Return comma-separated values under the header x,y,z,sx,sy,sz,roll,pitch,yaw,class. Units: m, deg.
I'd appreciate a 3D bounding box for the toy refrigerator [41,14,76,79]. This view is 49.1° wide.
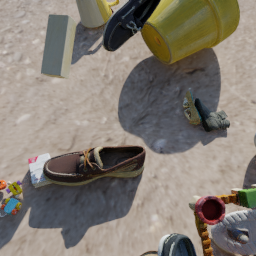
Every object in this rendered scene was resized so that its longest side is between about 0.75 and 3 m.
x,y,z,sx,sy,sz,roll,pitch,yaw,class
-1.751,-2.051,7.144,0.569,0.524,1.498,8,91,13,toy refrigerator

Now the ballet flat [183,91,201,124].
x,y,z,sx,sy,sz,roll,pitch,yaw,class
1.890,-0.646,8.605,0.387,0.422,1.228,-14,55,4,ballet flat

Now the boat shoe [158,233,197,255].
x,y,z,sx,sy,sz,roll,pitch,yaw,class
1.018,3.259,5.424,0.862,0.688,2.280,2,67,-21,boat shoe

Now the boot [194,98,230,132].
x,y,z,sx,sy,sz,roll,pitch,yaw,class
2.540,-0.427,8.501,0.772,0.400,1.181,-12,63,-14,boot

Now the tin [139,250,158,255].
x,y,z,sx,sy,sz,roll,pitch,yaw,class
0.233,3.281,5.903,1.636,0.342,0.916,-25,63,-17,tin

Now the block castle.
x,y,z,sx,sy,sz,roll,pitch,yaw,class
2.846,2.104,5.618,2.932,1.376,1.959,-9,83,-6,block castle

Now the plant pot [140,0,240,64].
x,y,z,sx,sy,sz,roll,pitch,yaw,class
1.878,-3.575,9.466,2.508,2.666,2.666,-39,62,-7,plant pot

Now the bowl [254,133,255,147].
x,y,z,sx,sy,sz,roll,pitch,yaw,class
4.606,0.677,7.428,2.143,0.800,2.140,-21,58,-13,bowl

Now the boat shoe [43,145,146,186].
x,y,z,sx,sy,sz,roll,pitch,yaw,class
-0.827,0.811,7.101,2.653,0.955,0.957,-1,53,-8,boat shoe

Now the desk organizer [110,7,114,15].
x,y,z,sx,sy,sz,roll,pitch,yaw,class
-0.625,-4.627,11.472,0.290,0.270,0.752,-10,56,-10,desk organizer

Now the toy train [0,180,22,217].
x,y,z,sx,sy,sz,roll,pitch,yaw,class
-3.047,1.745,6.994,0.854,0.316,1.137,-15,53,-9,toy train

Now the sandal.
x,y,z,sx,sy,sz,roll,pitch,yaw,class
3.050,2.224,6.297,2.306,0.567,0.938,-22,69,16,sandal

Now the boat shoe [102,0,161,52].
x,y,z,sx,sy,sz,roll,pitch,yaw,class
0.072,-2.031,5.253,1.482,0.538,0.465,-51,49,9,boat shoe

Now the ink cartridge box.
x,y,z,sx,sy,sz,roll,pitch,yaw,class
-2.273,1.124,7.396,0.555,0.319,0.765,-15,58,-12,ink cartridge box

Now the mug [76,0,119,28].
x,y,z,sx,sy,sz,roll,pitch,yaw,class
-1.326,-4.953,10.871,1.286,1.318,1.606,34,72,31,mug
